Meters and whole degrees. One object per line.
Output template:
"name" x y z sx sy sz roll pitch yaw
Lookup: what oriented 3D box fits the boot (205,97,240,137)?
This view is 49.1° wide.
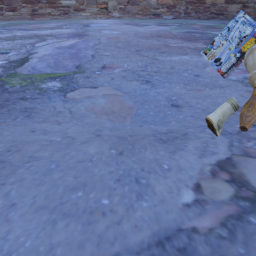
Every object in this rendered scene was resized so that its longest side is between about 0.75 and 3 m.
"boot" 1.809 -0.206 5.306 0.656 0.844 0.307 -43 58 3

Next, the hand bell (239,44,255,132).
"hand bell" 2.301 -0.647 4.964 0.940 0.940 1.805 16 55 29

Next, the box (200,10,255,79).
"box" 2.426 -1.896 6.442 0.256 1.286 0.880 8 44 -50
